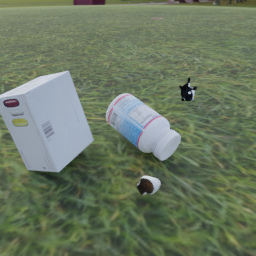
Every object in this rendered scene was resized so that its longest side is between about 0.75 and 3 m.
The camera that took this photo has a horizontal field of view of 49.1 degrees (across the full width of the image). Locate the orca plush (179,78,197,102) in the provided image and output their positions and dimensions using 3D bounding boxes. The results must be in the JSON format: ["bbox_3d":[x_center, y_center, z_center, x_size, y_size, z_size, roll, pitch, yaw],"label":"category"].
[{"bbox_3d":[2.111,-1.470,10.202,0.483,0.715,1.358,39,45,-18],"label":"orca plush"}]

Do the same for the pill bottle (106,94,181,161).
[{"bbox_3d":[0.411,-0.030,7.608,1.080,1.080,1.985,-26,53,-38],"label":"pill bottle"}]

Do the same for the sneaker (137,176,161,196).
[{"bbox_3d":[0.490,1.120,5.737,0.440,1.039,0.378,-23,80,-16],"label":"sneaker"}]

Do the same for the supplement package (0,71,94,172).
[{"bbox_3d":[-1.969,-0.162,6.900,1.095,1.976,1.539,-3,26,33],"label":"supplement package"}]
